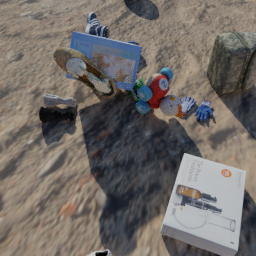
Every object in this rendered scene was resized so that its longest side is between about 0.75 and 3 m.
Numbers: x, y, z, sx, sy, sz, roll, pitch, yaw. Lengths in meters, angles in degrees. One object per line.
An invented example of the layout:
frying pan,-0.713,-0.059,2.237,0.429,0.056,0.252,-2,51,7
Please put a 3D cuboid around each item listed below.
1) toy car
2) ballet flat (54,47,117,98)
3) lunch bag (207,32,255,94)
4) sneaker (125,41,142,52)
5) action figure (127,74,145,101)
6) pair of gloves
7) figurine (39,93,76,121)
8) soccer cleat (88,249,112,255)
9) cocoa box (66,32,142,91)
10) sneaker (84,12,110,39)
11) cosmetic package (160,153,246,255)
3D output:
toy car,1.528,-1.121,11.014,1.813,1.603,1.671,38,62,18
ballet flat,-1.471,-2.000,10.293,2.722,0.960,0.889,29,16,-23
lunch bag,4.920,-2.920,12.350,2.138,2.549,1.776,-10,45,-9
sneaker,-0.311,-4.017,14.611,2.249,0.797,0.932,-15,41,-18
action figure,0.441,-1.761,12.621,1.101,0.510,1.864,-22,44,-1
pair of gloves,2.879,-0.846,12.005,1.615,0.184,1.298,18,50,18
figurine,-2.889,-0.854,11.802,1.405,0.620,1.440,5,45,-6
soccer cleat,-0.996,3.559,7.540,1.146,0.488,0.393,-13,47,-13
cocoa box,-1.051,-2.810,11.786,2.807,1.872,1.842,9,14,-10
sneaker,-1.702,-5.879,16.324,1.366,0.883,2.519,-1,53,5
cosmetic package,2.395,2.249,8.665,2.085,0.715,2.766,17,48,12
